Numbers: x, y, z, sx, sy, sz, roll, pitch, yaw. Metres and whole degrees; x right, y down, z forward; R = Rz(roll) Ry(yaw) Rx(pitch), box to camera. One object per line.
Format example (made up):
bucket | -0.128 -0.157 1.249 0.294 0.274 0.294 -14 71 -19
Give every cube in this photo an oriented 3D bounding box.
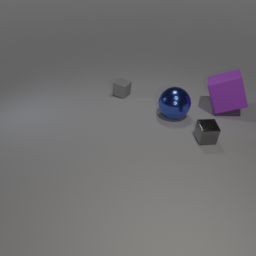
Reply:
cube | 4.433 -1.639 12.519 1.400 1.400 1.400 -12 21 22
cube | -0.306 -2.022 14.206 0.700 0.700 0.700 24 40 20
cube | 2.986 0.143 10.606 0.700 0.700 0.700 -2 42 -5

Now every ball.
ball | 2.010 -1.075 12.101 1.400 1.400 1.400 0 31 0
